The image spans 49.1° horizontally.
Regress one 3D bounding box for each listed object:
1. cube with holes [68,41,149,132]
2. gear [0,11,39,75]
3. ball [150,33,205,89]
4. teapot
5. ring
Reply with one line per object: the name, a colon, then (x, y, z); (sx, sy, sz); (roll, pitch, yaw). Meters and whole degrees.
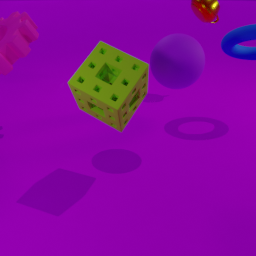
cube with holes: (-0.250, -0.595, 4.204); (0.814, 0.814, 0.814); (29, 72, 13)
gear: (-2.879, -1.675, 5.994); (2.056, 0.380, 2.056); (-17, 47, 19)
ball: (0.874, -1.176, 4.991); (0.965, 0.965, 0.965); (0, 27, 0)
teapot: (2.248, -3.549, 8.033); (0.698, 1.425, 0.886); (-41, 39, 9)
ring: (2.960, -1.922, 6.385); (1.610, 0.322, 1.610); (6, -4, 0)
